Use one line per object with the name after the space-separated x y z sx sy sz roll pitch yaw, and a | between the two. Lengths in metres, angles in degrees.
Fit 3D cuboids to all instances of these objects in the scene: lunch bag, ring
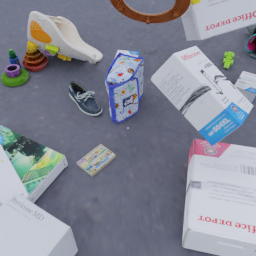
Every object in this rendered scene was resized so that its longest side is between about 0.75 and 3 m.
-0.106 -1.095 7.868 0.984 1.351 1.589 12 46 16 | lunch bag
0.429 -2.767 6.045 1.820 1.820 0.175 7 78 7 | ring

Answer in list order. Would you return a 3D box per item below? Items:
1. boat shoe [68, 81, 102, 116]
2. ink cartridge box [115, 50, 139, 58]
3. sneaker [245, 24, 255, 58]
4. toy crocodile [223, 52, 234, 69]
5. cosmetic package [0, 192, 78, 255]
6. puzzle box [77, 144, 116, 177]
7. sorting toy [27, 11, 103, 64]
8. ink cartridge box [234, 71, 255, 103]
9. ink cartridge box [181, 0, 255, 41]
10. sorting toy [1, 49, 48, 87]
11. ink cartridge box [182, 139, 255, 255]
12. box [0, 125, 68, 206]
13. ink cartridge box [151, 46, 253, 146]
-1.282 -0.907 8.291 0.555 0.458 1.481 -26 51 -23 | boat shoe
-0.074 -2.167 9.525 0.780 0.454 1.078 7 46 7 | ink cartridge box
4.841 -3.316 10.315 1.493 1.034 2.473 -9 47 -22 | sneaker
3.549 -2.403 9.904 0.334 0.306 0.990 13 51 15 | toy crocodile
-2.177 2.500 4.553 1.439 1.035 2.550 21 50 22 | cosmetic package
-0.775 0.777 6.895 0.547 0.104 0.822 32 54 28 | puzzle box
-1.970 -2.821 9.512 2.220 1.317 2.466 24 19 -3 | sorting toy
3.721 -1.298 8.717 0.684 0.395 0.937 25 51 22 | ink cartridge box
2.191 -3.580 7.150 1.685 2.296 1.677 -16 16 4 | ink cartridge box
-3.553 -2.176 9.337 1.076 0.735 1.790 25 51 22 | sorting toy
2.006 1.396 5.716 1.615 0.912 2.204 9 46 9 | ink cartridge box
-2.829 0.891 6.567 2.286 0.415 1.650 22 50 19 | box
1.408 -0.664 5.250 1.666 0.702 1.216 49 38 6 | ink cartridge box
